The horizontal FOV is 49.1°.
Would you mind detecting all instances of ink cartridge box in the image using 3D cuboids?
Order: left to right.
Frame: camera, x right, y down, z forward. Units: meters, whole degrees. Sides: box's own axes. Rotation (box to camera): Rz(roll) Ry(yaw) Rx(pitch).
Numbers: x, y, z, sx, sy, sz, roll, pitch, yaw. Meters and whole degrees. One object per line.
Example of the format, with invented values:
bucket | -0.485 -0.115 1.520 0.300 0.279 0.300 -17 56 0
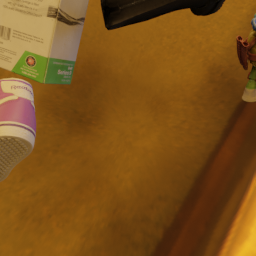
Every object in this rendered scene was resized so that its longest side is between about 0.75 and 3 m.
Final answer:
ink cartridge box | -2.112 -2.578 6.651 1.945 2.666 1.120 23 16 21

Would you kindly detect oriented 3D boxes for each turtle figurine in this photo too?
turtle figurine | 3.030 -1.451 5.594 1.437 1.936 1.996 14 35 33

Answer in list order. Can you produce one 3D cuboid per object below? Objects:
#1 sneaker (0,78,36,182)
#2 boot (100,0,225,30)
sneaker | -2.404 0.089 4.937 2.577 0.934 1.469 -29 55 31
boot | 0.826 -2.890 6.578 2.968 2.447 0.974 -22 95 -3
